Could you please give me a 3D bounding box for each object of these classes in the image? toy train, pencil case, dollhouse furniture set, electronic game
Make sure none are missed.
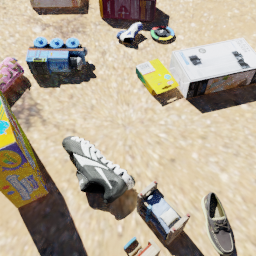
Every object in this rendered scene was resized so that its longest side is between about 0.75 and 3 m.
[{"bbox_3d":[-2.282,-2.283,9.019,1.939,0.841,1.108,1,63,-2],"label":"toy train"},{"bbox_3d":[-3.851,-1.363,8.396,0.708,0.740,1.711,44,54,-24],"label":"pencil case"},{"bbox_3d":[0.359,2.036,5.707,1.446,1.013,1.019,-36,61,-23],"label":"dollhouse furniture set"},{"bbox_3d":[1.257,-3.453,10.219,0.893,0.186,0.893,0,54,0],"label":"electronic game"}]

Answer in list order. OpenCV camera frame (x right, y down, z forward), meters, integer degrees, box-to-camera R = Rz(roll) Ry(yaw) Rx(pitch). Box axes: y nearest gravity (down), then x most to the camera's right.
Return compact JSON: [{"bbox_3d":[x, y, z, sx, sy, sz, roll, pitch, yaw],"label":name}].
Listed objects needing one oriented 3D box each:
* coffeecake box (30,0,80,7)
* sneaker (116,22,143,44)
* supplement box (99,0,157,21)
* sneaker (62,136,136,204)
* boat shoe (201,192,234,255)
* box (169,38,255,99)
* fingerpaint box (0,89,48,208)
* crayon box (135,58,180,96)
[{"bbox_3d":[-2.959,-5.716,11.533,1.974,0.721,1.516,-2,54,-1],"label":"coffeecake box"},{"bbox_3d":[0.150,-3.301,10.015,1.022,0.413,0.590,-31,63,-12],"label":"sneaker"},{"bbox_3d":[0.036,-4.908,10.823,2.125,0.910,1.173,7,54,5],"label":"supplement box"},{"bbox_3d":[-0.934,0.986,6.655,2.173,0.722,0.983,34,58,20],"label":"sneaker"},{"bbox_3d":[1.930,2.038,6.067,0.486,0.430,1.328,-10,55,-7],"label":"boat shoe"},{"bbox_3d":[2.727,-1.901,8.734,2.502,0.752,1.459,-12,55,-9],"label":"box"},{"bbox_3d":[-2.695,0.387,6.113,0.841,2.294,1.914,-24,58,-15],"label":"fingerpaint box"},{"bbox_3d":[0.893,-1.530,8.705,0.835,0.334,1.316,-22,59,-16],"label":"crayon box"}]
